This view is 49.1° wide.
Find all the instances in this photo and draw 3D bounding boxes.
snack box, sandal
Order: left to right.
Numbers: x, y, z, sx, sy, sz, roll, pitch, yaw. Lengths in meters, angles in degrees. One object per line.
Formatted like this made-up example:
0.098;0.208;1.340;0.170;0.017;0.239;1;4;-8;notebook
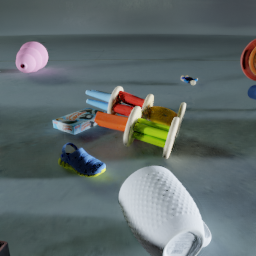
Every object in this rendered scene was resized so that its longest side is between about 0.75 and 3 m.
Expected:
-0.856;0.562;5.026;1.038;0.452;0.413;14;24;27;sandal
-1.194;-0.208;7.221;0.745;0.238;1.283;15;26;33;snack box

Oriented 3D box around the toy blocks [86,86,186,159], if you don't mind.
-0.048;-0.295;6.100;2.343;0.851;1.953;16;24;13;toy blocks

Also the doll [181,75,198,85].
2.579;-2.003;11.698;0.711;0.253;1.042;-4;22;-8;doll

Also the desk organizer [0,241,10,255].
-1.040;1.464;2.637;1.373;0.529;0.493;4;22;11;desk organizer

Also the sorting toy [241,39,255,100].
4.112;-1.322;7.670;2.495;1.499;1.024;38;10;-14;sorting toy

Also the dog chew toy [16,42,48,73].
-4.827;-3.409;13.860;1.417;1.417;2.276;0;30;0;dog chew toy

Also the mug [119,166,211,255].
0.532;1.095;3.360;1.117;0.824;0.979;25;13;-27;mug
